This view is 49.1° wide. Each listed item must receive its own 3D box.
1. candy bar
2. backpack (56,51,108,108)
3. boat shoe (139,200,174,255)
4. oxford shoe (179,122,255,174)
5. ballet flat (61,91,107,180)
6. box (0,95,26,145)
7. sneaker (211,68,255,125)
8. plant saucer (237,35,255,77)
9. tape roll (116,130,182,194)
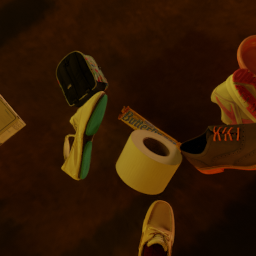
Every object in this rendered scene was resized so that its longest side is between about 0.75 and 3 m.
[{"bbox_3d":[0.614,0.109,7.766,2.041,0.226,0.509,36,88,6],"label":"candy bar"},{"bbox_3d":[-1.310,-1.394,7.840,1.220,1.035,1.375,-35,79,24],"label":"backpack"},{"bbox_3d":[0.692,2.753,6.566,0.842,0.790,2.283,12,59,3],"label":"boat shoe"},{"bbox_3d":[2.372,0.363,6.381,1.023,2.820,1.004,33,52,-21],"label":"oxford shoe"},{"bbox_3d":[-1.209,0.147,7.198,0.829,0.829,2.387,16,96,5],"label":"ballet flat"},{"bbox_3d":[-4.106,0.103,7.428,2.322,0.698,1.354,-43,82,-13],"label":"box"},{"bbox_3d":[3.254,-0.335,7.570,1.071,1.162,2.634,-43,102,-28],"label":"sneaker"},{"bbox_3d":[3.820,-1.888,7.957,1.584,0.401,1.584,3,69,-7],"label":"plant saucer"},{"bbox_3d":[0.504,0.815,6.908,1.389,1.389,0.954,31,115,10],"label":"tape roll"}]
